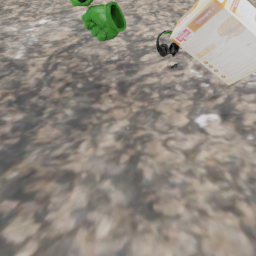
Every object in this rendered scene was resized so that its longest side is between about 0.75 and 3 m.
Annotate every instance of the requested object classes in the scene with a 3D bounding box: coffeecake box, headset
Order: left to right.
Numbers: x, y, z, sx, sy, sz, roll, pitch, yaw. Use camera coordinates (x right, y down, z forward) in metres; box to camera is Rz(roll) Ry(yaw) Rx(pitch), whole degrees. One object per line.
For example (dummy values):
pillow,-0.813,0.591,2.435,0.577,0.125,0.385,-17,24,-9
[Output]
headset,1.126,-2.113,7.522,0.635,1.028,0.483,-10,5,-15
coffeecake box,2.355,-2.173,6.749,2.095,1.608,0.765,33,64,-15

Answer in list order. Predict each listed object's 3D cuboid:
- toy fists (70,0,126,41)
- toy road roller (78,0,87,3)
toy fists,-1.084,-3.737,8.461,1.214,2.381,0.819,-1,42,44
toy road roller,-1.083,-3.294,5.766,0.738,1.201,0.877,23,16,-47
